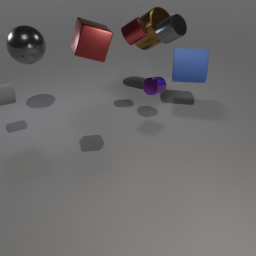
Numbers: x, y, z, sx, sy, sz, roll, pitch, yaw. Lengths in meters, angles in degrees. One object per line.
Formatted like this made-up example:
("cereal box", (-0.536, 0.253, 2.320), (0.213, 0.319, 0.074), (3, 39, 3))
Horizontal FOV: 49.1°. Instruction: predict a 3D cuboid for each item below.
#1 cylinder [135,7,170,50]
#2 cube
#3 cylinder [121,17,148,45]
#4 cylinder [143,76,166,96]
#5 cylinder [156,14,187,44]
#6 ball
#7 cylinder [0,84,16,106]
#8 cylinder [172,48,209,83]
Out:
("cylinder", (1.037, -4.326, 12.291), (1.400, 1.400, 1.400), (-29, 10, -38))
("cube", (-0.834, -1.981, 6.301), (0.700, 0.700, 0.700), (8, 28, -25))
("cylinder", (0.230, -3.332, 9.663), (0.700, 0.700, 0.700), (-25, 23, 25))
("cylinder", (1.047, -1.657, 10.999), (0.700, 0.700, 0.700), (20, 23, 29))
("cylinder", (1.352, -3.089, 8.760), (0.700, 0.700, 0.700), (-27, 9, -36))
("ball", (-3.797, -3.096, 10.476), (1.400, 1.400, 1.400), (0, 32, 0))
("cylinder", (-4.321, -1.141, 9.677), (0.700, 0.700, 0.700), (-16, 35, -31))
("cylinder", (2.640, -2.658, 11.964), (1.400, 1.400, 1.400), (5, 32, 10))
